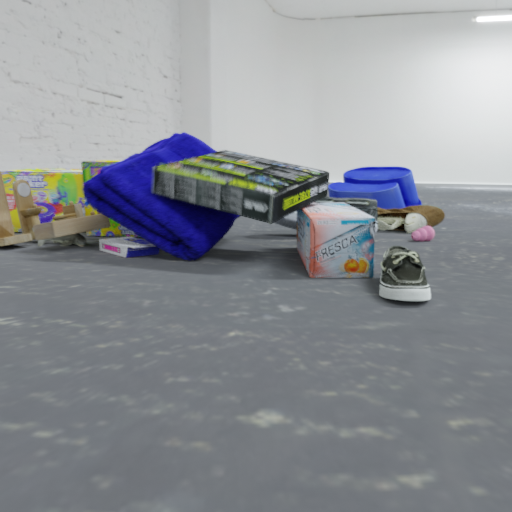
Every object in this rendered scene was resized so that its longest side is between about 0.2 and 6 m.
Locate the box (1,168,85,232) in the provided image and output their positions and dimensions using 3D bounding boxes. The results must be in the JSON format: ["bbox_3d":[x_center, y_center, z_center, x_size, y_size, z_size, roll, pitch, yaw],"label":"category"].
[{"bbox_3d":[-5.765,-1.667,16.247,2.762,1.685,2.660,0,10,-4],"label":"box"}]

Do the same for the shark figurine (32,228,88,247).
[{"bbox_3d":[-4.459,-0.507,13.090,1.306,0.545,0.780,4,9,11],"label":"shark figurine"}]

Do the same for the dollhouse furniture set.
[{"bbox_3d":[-4.868,-1.238,12.672,2.073,1.689,1.971,-5,8,34],"label":"dollhouse furniture set"}]

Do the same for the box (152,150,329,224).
[{"bbox_3d":[-0.234,-1.474,11.213,2.672,0.635,2.580,16,26,25],"label":"box"}]

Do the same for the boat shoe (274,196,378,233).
[{"bbox_3d":[1.645,-1.181,14.366,2.975,1.055,1.072,8,-7,6],"label":"boat shoe"}]

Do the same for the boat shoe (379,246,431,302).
[{"bbox_3d":[2.183,0.229,8.473,0.701,0.631,1.982,1,10,5],"label":"boat shoe"}]

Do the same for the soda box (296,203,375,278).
[{"bbox_3d":[1.439,-0.409,10.916,1.141,1.061,3.337,0,11,0],"label":"soda box"}]

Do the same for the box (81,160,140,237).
[{"bbox_3d":[-3.316,-1.517,14.645,2.011,1.937,1.227,3,11,12],"label":"box"}]

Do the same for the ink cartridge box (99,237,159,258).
[{"bbox_3d":[-2.625,-0.180,11.852,0.774,0.303,1.634,-7,10,-39],"label":"ink cartridge box"}]

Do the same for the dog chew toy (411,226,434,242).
[{"bbox_3d":[4.033,-0.513,13.626,0.615,0.383,0.383,-13,14,-25],"label":"dog chew toy"}]

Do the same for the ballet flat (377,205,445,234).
[{"bbox_3d":[3.938,-0.957,15.367,2.283,0.774,0.826,5,31,28],"label":"ballet flat"}]

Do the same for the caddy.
[{"bbox_3d":[3.591,-1.690,17.165,2.889,1.517,2.043,8,35,41],"label":"caddy"}]

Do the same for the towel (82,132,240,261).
[{"bbox_3d":[-1.617,-1.543,12.370,2.846,0.955,3.854,29,32,5],"label":"towel"}]
